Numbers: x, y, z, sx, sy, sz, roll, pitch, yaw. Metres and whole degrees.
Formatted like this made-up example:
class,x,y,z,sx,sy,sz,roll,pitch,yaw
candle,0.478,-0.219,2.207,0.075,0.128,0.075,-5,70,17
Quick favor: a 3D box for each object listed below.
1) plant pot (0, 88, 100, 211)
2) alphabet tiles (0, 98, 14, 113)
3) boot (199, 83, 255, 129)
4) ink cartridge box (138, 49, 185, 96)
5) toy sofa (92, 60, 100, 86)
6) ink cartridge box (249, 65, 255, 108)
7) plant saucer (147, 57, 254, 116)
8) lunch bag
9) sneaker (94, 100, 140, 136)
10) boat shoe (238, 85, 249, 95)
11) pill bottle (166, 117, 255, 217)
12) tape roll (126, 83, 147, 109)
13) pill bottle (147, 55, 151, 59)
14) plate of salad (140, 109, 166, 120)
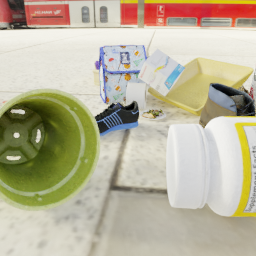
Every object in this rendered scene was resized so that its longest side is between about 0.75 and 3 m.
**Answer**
class,x,y,z,sx,sy,sz,roll,pitch,yaw
plant pot,-1.940,0.266,5.493,2.100,2.100,1.931,-18,18,-36
alphabet tiles,-5.118,-0.568,9.306,2.412,0.176,2.359,9,26,19
boot,2.636,-0.111,6.737,1.071,1.390,2.868,-9,25,-19
ink cartridge box,1.020,-1.716,8.665,1.070,0.785,0.781,36,61,5
toy sofa,-0.542,-2.656,12.965,0.918,1.082,2.217,18,29,35
ink cartridge box,4.907,-1.780,9.413,0.983,2.296,1.695,4,24,9
plant saucer,2.496,-1.429,9.875,2.696,0.653,2.695,-34,34,-17
lunch bag,-0.199,-2.026,10.334,1.714,2.016,1.248,-6,24,-15
sneaker,-0.556,-0.296,7.936,1.978,0.770,0.694,-14,28,-29
boat shoe,4.119,-1.371,10.609,0.862,0.811,2.262,20,35,11
pill bottle,2.192,0.630,4.733,2.952,1.687,1.687,0,24,2
tape roll,0.299,-1.094,9.595,0.626,0.912,0.912,3,24,8
pill bottle,0.803,-2.657,12.786,2.106,1.199,1.199,-22,32,-40
plate of salad,0.797,-0.471,9.034,0.873,0.210,0.873,0,23,0
